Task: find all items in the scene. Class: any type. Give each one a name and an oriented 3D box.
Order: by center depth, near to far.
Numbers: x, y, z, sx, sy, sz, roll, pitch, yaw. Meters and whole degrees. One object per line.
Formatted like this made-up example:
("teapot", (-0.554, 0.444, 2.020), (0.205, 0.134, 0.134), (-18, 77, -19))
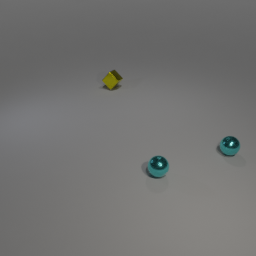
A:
("ball", (0.981, 1.234, 9.041), (0.700, 0.700, 0.700), (0, 31, 0))
("ball", (3.649, 0.630, 10.022), (0.700, 0.700, 0.700), (0, 31, 0))
("cube", (-0.839, -2.642, 15.267), (0.700, 0.700, 0.700), (47, 32, -1))
